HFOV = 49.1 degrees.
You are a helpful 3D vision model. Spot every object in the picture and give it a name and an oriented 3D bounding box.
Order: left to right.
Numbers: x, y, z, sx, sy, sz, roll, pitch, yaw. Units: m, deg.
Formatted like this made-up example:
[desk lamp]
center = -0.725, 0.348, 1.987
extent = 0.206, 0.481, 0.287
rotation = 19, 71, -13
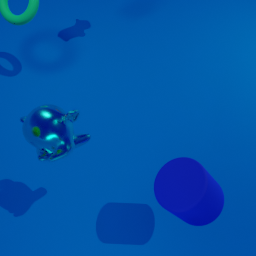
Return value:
[ring]
center = -2.829, -3.278, 7.211
extent = 1.220, 0.244, 1.220
rotation = 3, 99, 18
[monkey head]
center = -1.138, 0.020, 4.596
extent = 1.056, 1.467, 0.884
rotation = -22, 105, -47
[cylinder]
center = 1.108, 1.156, 5.041
extent = 0.977, 0.977, 0.977
rotation = -20, 51, 26
